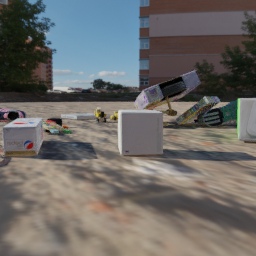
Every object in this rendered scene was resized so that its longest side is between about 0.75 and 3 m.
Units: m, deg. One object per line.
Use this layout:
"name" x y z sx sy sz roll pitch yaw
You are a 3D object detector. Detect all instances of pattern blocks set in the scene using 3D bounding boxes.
"pattern blocks set" -2.599 -0.068 9.461 1.489 0.121 1.309 17 11 32

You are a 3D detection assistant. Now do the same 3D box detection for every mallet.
"mallet" -2.844 -0.079 10.135 0.581 0.363 1.766 1 11 1

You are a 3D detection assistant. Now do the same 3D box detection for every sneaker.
"sneaker" 4.014 -0.596 11.593 2.547 0.948 1.115 -7 1 -19
"sneaker" -5.745 -0.615 13.049 1.849 0.649 0.758 -2 4 -4

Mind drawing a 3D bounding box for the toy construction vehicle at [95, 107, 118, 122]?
"toy construction vehicle" -0.755 -0.651 13.325 1.609 0.651 1.848 -2 7 -13

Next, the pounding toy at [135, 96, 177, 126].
"pounding toy" 1.006 -0.705 11.398 1.210 1.214 2.117 8 7 38

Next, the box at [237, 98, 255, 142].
"box" 4.311 -0.274 8.043 2.177 1.193 2.467 1 6 21

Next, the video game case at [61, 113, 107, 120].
"video game case" -2.391 -0.643 15.151 1.848 0.203 1.685 -6 9 -41

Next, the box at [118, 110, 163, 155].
"box" 0.251 0.073 6.110 0.919 0.914 0.787 0 7 -4

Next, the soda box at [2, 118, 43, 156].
"soda box" -2.419 0.154 6.651 0.677 0.633 1.987 -2 7 -13

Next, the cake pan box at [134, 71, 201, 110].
"cake pan box" 1.628 -1.515 12.212 2.399 0.681 2.605 -23 -4 -11

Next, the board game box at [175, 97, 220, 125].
"board game box" 2.874 -0.718 11.542 1.093 0.278 1.625 -8 -26 -48
